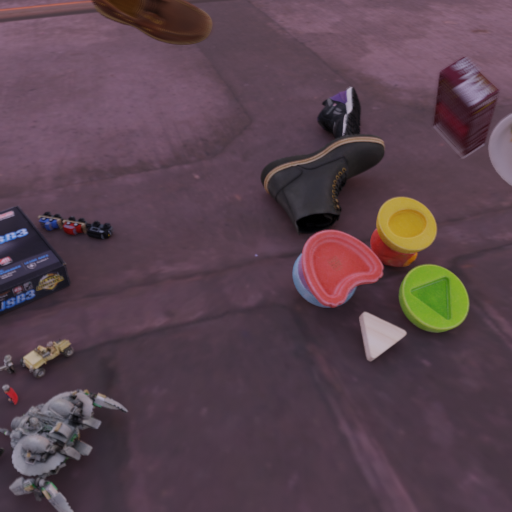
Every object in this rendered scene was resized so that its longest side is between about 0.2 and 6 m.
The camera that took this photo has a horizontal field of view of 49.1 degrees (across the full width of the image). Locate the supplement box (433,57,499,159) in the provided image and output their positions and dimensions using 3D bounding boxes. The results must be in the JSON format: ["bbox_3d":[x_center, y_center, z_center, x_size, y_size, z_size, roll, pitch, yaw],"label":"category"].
[{"bbox_3d":[3.030,-2.129,8.202,0.430,1.412,0.768,-33,66,1],"label":"supplement box"}]

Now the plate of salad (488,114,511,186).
[{"bbox_3d":[3.617,-1.207,7.015,1.440,1.440,0.346,24,59,26],"label":"plate of salad"}]

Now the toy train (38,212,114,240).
[{"bbox_3d":[-3.436,-0.550,10.550,1.542,0.263,0.353,11,53,12],"label":"toy train"}]

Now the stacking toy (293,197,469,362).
[{"bbox_3d":[1.983,0.489,9.127,2.548,1.076,2.307,-20,70,-18],"label":"stacking toy"}]

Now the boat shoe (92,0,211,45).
[{"bbox_3d":[-1.879,-4.327,9.897,2.177,0.784,0.735,16,8,-4],"label":"boat shoe"}]

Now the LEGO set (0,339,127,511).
[{"bbox_3d":[-2.710,1.959,7.117,1.698,0.741,2.615,-30,48,-31],"label":"LEGO set"}]

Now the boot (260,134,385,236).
[{"bbox_3d":[1.617,-1.336,11.066,2.627,1.018,1.817,-21,47,-5],"label":"boot"}]

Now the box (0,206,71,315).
[{"bbox_3d":[-4.621,0.185,9.441,2.200,0.547,2.183,-26,47,-28],"label":"box"}]

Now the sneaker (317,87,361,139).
[{"bbox_3d":[1.943,-3.137,13.439,0.972,0.841,2.221,-12,39,24],"label":"sneaker"}]
